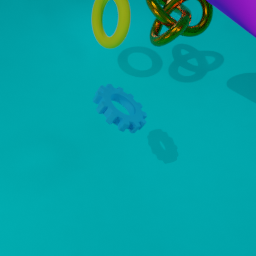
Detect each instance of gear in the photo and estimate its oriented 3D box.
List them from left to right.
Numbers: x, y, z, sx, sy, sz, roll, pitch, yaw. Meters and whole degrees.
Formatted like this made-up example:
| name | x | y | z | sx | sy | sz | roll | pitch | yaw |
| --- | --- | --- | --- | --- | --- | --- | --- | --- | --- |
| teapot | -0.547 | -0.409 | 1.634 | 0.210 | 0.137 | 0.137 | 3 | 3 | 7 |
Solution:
| name | x | y | z | sx | sy | sz | roll | pitch | yaw |
| --- | --- | --- | --- | --- | --- | --- | --- | --- | --- |
| gear | -0.150 | -0.422 | 5.848 | 1.195 | 0.221 | 1.195 | 27 | 34 | -20 |

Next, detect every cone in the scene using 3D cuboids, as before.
| name | x | y | z | sx | sy | sz | roll | pitch | yaw |
| --- | --- | --- | --- | --- | --- | --- | --- | --- | --- |
| cone | 2.625 | -2.479 | 6.003 | 1.418 | 1.418 | 1.423 | -29 | 97 | -18 |

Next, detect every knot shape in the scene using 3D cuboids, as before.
| name | x | y | z | sx | sy | sz | roll | pitch | yaw |
| --- | --- | --- | --- | --- | --- | --- | --- | --- | --- |
| knot shape | 1.288 | -3.410 | 8.252 | 2.042 | 0.944 | 1.911 | -34 | 69 | -6 |

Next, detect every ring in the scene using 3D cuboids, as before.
| name | x | y | z | sx | sy | sz | roll | pitch | yaw |
| --- | --- | --- | --- | --- | --- | --- | --- | --- | --- |
| ring | -0.537 | -3.263 | 8.350 | 0.348 | 1.738 | 1.738 | -12 | 52 | -38 |
